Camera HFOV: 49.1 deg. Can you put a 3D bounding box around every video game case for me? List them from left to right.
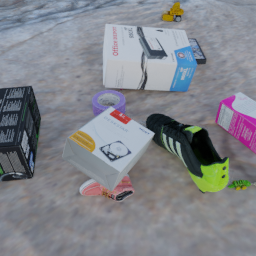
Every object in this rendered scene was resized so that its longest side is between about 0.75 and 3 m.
[{"bbox_3d":[1.974,-3.187,11.570,2.099,0.268,1.897,-2,42,-2],"label":"video game case"}]

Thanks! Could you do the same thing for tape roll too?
[{"bbox_3d":[-0.592,-0.715,8.710,1.025,0.435,1.025,-1,42,1],"label":"tape roll"}]

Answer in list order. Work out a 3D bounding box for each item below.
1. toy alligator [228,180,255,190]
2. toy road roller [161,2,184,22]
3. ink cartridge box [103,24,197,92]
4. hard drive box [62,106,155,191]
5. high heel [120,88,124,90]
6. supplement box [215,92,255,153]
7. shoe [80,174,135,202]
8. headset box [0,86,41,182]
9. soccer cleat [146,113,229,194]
[{"bbox_3d":[2.749,1.313,6.632,0.755,0.205,0.224,-5,42,-5],"label":"toy alligator"},{"bbox_3d":[2.260,-5.888,14.152,1.115,0.814,0.685,5,42,6],"label":"toy road roller"},{"bbox_3d":[0.617,-2.404,9.578,2.889,1.217,2.089,1,50,-8],"label":"ink cartridge box"},{"bbox_3d":[-0.409,0.400,6.577,1.389,0.684,1.782,31,37,12],"label":"hard drive box"},{"bbox_3d":[0.064,-1.586,9.889,0.961,0.324,0.462,-14,77,-24],"label":"high heel"},{"bbox_3d":[3.363,-0.163,7.787,0.837,0.855,1.654,-23,48,-22],"label":"supplement box"},{"bbox_3d":[-0.465,1.410,6.361,1.195,0.427,0.544,-13,43,-16],"label":"shoe"},{"bbox_3d":[-3.791,0.170,7.106,2.703,1.254,2.354,-6,43,-6],"label":"headset box"},{"bbox_3d":[1.420,0.284,6.982,1.006,1.208,2.980,-19,42,-21],"label":"soccer cleat"}]
